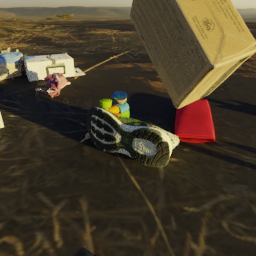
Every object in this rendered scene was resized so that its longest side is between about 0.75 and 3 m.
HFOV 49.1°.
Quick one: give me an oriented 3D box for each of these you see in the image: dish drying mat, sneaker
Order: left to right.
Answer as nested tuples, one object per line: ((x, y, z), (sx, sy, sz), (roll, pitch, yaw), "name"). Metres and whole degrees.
((0.094, 0.150, 7.347), (2.799, 1.076, 1.240), (24, 22, 31), "sneaker")
((2.073, -0.293, 8.875), (1.114, 0.264, 2.901), (4, 27, 10), "dish drying mat")

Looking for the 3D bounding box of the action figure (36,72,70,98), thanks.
((-2.998, -1.620, 11.347), (0.989, 1.100, 1.477), (-27, 43, 13), "action figure")

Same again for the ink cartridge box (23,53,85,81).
((-3.629, -3.067, 13.840), (2.698, 0.915, 1.565), (-11, 28, -22), "ink cartridge box")

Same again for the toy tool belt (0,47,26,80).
((-5.737, -3.247, 13.536), (1.517, 1.493, 2.430), (19, 31, 34), "toy tool belt")

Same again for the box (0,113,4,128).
((-4.320, -0.501, 8.755), (0.380, 0.737, 1.263), (-20, 34, -31), "box")

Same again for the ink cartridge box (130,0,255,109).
((1.224, -2.245, 6.390), (1.105, 2.942, 2.424), (-24, -9, -11), "ink cartridge box")

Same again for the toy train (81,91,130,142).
((-0.660, -0.360, 8.073), (0.769, 1.051, 1.817), (20, 32, 37), "toy train")
